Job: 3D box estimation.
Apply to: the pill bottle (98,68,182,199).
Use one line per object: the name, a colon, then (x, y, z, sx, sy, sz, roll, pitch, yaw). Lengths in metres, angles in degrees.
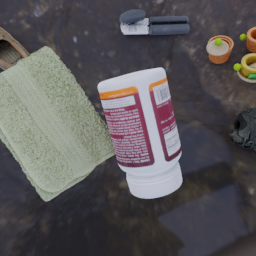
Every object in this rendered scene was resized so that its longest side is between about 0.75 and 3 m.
pill bottle: (0.215, 0.063, 3.798, 0.907, 0.907, 1.589, -15, 104, -4)

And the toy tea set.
toy tea set: (3.467, -2.132, 6.962, 2.889, 1.069, 1.718, -14, 56, 3)

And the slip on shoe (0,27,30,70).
slip on shoe: (-3.422, -2.135, 7.416, 2.534, 0.768, 0.963, 42, 80, 9)

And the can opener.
can opener: (0.742, -2.889, 7.665, 1.941, 0.649, 0.518, -2, 76, -1)

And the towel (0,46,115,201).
towel: (-1.106, -0.097, 3.972, 1.420, 0.349, 1.915, -37, 98, -24)

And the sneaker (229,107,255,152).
sneaker: (3.154, 0.458, 6.818, 1.120, 0.748, 1.956, -16, 74, -2)
